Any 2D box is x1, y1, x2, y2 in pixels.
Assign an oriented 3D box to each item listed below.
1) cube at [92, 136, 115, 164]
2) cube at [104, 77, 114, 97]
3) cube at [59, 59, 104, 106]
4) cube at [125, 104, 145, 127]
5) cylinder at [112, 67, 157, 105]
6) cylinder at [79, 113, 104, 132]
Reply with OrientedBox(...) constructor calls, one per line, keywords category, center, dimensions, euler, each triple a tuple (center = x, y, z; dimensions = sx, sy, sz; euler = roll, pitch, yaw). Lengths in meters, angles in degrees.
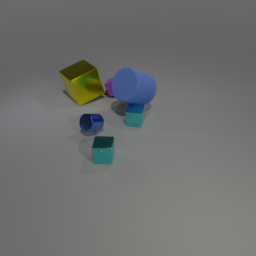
OrientedBox(category="cube", center=(-0.842, 0.760, 9.692), dimensions=(0.700, 0.700, 0.700), euler=(2, 33, 3))
OrientedBox(category="cube", center=(-0.649, -2.057, 13.735), dimensions=(0.700, 0.700, 0.700), euler=(-18, 25, 19))
OrientedBox(category="cube", center=(-2.185, -2.168, 13.258), dimensions=(1.400, 1.400, 1.400), euler=(-32, 43, -19))
OrientedBox(category="cube", center=(0.304, -0.526, 11.653), dimensions=(0.700, 0.700, 0.700), euler=(7, 34, 10))
OrientedBox(category="cylinder", center=(0.267, -1.734, 11.857), dimensions=(1.400, 1.400, 1.400), euler=(28, 14, 35))
OrientedBox(category="cylinder", center=(-1.416, -0.214, 10.922), dimensions=(0.700, 0.700, 0.700), euler=(25, 15, 33))
